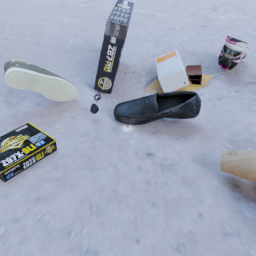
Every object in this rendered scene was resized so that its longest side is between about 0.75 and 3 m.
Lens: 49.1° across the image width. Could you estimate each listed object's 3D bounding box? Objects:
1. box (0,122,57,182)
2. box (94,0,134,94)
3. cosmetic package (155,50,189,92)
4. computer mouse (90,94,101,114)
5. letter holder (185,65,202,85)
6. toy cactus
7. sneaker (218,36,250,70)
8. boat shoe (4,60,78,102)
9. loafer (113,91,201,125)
[{"bbox_3d":[-2.646,0.516,6.710,1.176,0.363,1.473,29,45,31],"label":"box"},{"bbox_3d":[-0.470,-2.883,9.597,0.707,2.320,2.878,13,35,-4],"label":"box"},{"bbox_3d":[1.478,-1.961,9.604,0.874,0.614,1.723,-20,34,15],"label":"cosmetic package"},{"bbox_3d":[-0.896,-0.641,7.662,0.240,0.820,0.140,36,53,9],"label":"computer mouse"},{"bbox_3d":[2.316,-1.894,9.934,0.563,0.398,0.792,2,37,10],"label":"letter holder"},{"bbox_3d":[3.009,0.754,5.288,2.418,1.499,2.931,6,47,31],"label":"toy cactus"},{"bbox_3d":[3.771,-2.676,10.399,0.988,1.062,2.461,32,20,22],"label":"sneaker"},{"bbox_3d":[-2.479,-1.382,8.191,2.243,0.801,0.670,15,35,-44],"label":"boat shoe"},{"bbox_3d":[0.733,-0.621,7.564,2.408,0.845,0.818,-4,55,13],"label":"loafer"}]
